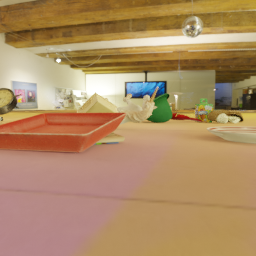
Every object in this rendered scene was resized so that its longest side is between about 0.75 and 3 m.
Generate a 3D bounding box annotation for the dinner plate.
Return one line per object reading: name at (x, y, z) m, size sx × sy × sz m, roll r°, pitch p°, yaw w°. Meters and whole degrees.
dinner plate at (3.139, 0.156, 6.828) m, size 2.364 × 0.287 × 2.364 m, roll 0°, pitch 6°, yaw 0°

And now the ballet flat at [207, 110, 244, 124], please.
ballet flat at (4.582, -0.463, 12.952) m, size 1.862 × 0.631 × 0.674 m, roll 3°, pitch 32°, yaw -21°

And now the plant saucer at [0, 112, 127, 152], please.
plant saucer at (-1.417, 0.044, 5.910) m, size 2.299 × 0.422 × 2.294 m, roll 0°, pitch 12°, yaw 17°

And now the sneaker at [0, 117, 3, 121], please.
sneaker at (-6.806, -0.462, 14.446) m, size 0.380 × 0.279 × 0.839 m, roll -3°, pitch 1°, yaw 2°

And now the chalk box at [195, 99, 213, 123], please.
chalk box at (3.730, -0.866, 13.779) m, size 0.725 × 1.161 × 0.720 m, roll 0°, pitch 5°, yaw 1°

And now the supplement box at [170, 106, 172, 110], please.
supplement box at (2.487, -1.018, 17.829) m, size 0.534 × 0.794 × 0.795 m, roll 1°, pitch 5°, yaw 13°

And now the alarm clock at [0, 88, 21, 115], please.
alarm clock at (-5.300, -1.095, 11.457) m, size 1.699 × 1.146 × 0.565 m, roll 11°, pitch -34°, yaw 9°

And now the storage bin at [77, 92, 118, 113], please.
storage bin at (-0.926, -0.454, 8.588) m, size 0.934 × 0.927 × 0.438 m, roll 32°, pitch 26°, yaw -38°

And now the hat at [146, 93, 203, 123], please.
hat at (1.791, -0.334, 13.234) m, size 2.292 × 2.017 × 1.898 m, roll -40°, pitch -13°, yaw 28°

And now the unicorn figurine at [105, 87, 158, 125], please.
unicorn figurine at (-0.124, -0.576, 9.546) m, size 2.835 × 1.047 × 1.947 m, roll -29°, pitch 25°, yaw 11°

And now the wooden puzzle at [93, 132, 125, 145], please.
wooden puzzle at (-0.606, 0.241, 6.364) m, size 0.847 × 0.212 × 0.914 m, roll -2°, pitch 10°, yaw -19°
